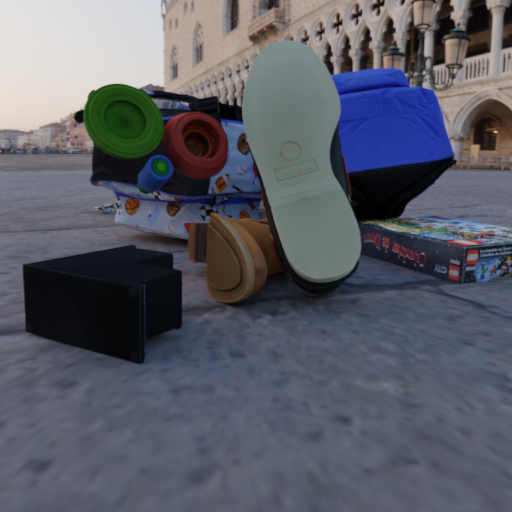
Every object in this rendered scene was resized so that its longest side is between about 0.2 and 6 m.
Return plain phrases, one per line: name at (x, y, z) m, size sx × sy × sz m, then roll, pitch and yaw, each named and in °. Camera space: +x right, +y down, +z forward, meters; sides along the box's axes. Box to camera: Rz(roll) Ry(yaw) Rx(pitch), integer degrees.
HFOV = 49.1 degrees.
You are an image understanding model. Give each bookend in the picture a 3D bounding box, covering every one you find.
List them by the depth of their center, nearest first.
bookend at (-1.198, 0.380, 5.504) m, size 1.464 × 0.679 × 1.474 m, roll 8°, pitch 12°, yaw 30°

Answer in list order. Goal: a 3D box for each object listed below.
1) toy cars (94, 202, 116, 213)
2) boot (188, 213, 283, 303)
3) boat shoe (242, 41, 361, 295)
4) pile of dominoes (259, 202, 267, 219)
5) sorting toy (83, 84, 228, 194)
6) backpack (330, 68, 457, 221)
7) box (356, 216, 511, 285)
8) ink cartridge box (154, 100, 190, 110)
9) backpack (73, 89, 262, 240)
toy cars at (-3.996, -1.355, 15.703) m, size 0.592 × 0.293 × 1.321 m, roll -5°, pitch 12°, yaw 17°
boot at (0.316, -0.004, 7.302) m, size 2.061 × 1.018 × 2.655 m, roll 1°, pitch 3°, yaw -16°
boat shoe at (0.513, -1.098, 6.804) m, size 1.174 × 3.210 × 1.006 m, roll -9°, pitch -17°, yaw -1°
pile of dominoes at (0.521, -1.208, 13.298) m, size 1.994 × 0.407 × 2.558 m, roll 4°, pitch 22°, yaw 36°
sorting toy at (-1.217, -1.273, 6.667) m, size 1.778 × 1.068 × 0.730 m, roll 12°, pitch -19°, yaw -25°
backpack at (2.055, -1.889, 10.750) m, size 2.442 × 2.522 × 3.005 m, roll -5°, pitch -20°, yaw -7°
box at (2.999, -0.180, 8.825) m, size 1.915 × 0.528 × 2.803 m, roll -5°, pitch 12°, yaw -23°
ink cartridge box at (-1.651, -3.217, 12.994) m, size 0.735 × 0.340 × 1.349 m, roll 11°, pitch -3°, yaw 45°
backpack at (-1.044, -1.836, 11.213) m, size 3.839 × 2.958 × 3.657 m, roll 18°, pitch 25°, yaw 38°
